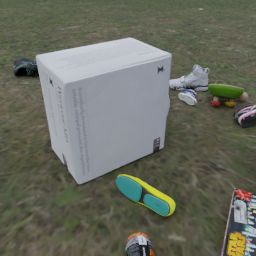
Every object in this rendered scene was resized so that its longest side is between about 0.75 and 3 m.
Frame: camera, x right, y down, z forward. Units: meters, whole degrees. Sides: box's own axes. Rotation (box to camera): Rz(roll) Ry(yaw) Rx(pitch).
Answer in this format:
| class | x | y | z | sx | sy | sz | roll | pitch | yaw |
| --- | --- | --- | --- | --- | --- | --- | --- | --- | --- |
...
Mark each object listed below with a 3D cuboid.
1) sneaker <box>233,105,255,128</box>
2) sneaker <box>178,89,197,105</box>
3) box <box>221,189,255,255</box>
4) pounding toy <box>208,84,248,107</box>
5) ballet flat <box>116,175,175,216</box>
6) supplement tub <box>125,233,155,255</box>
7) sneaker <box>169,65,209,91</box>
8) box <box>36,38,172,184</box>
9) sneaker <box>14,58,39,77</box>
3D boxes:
| class | x | y | z | sx | sy | sz | roll | pitch | yaw |
| --- | --- | --- | --- | --- | --- | --- | --- | --- | --- |
| sneaker | 4.460 | -0.593 | 9.739 | 1.740 | 0.699 | 0.751 | -11 | 33 | -18 |
| sneaker | 2.525 | -1.258 | 11.016 | 0.699 | 0.385 | 0.955 | -24 | 35 | -25 |
| box | 2.712 | 2.326 | 5.440 | 1.609 | 0.469 | 2.350 | 13 | 35 | 20 |
| pounding toy | 3.744 | -1.144 | 10.715 | 1.308 | 0.786 | 1.694 | 13 | 5 | 38 |
| ballet flat | 0.434 | 1.565 | 6.681 | 1.580 | 0.528 | 0.530 | 25 | 19 | 29 |
| supplement tub | 0.238 | 2.447 | 5.194 | 0.541 | 0.541 | 0.883 | -3 | 34 | -5 |
| sneaker | 2.561 | -2.132 | 11.794 | 1.740 | 1.000 | 0.654 | 6 | 34 | 9 |
| box | -0.584 | -0.592 | 7.650 | 2.960 | 2.945 | 1.935 | -20 | 38 | -28 |
| sneaker | -4.232 | -2.811 | 13.195 | 2.313 | 0.872 | 0.917 | -6 | 48 | 1 |
